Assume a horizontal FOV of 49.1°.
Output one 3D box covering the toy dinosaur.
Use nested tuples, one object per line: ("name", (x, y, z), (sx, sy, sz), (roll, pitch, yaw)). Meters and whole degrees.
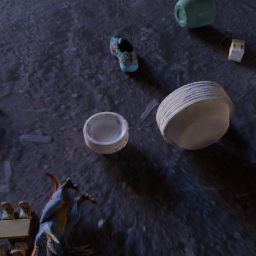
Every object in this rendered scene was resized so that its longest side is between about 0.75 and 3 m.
("toy dinosaur", (-1.906, 2.830, 7.374), (2.984, 1.567, 2.708), (3, 51, 51))

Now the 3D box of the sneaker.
("sneaker", (-0.127, -3.616, 12.466), (0.980, 1.181, 2.471), (-16, 51, -14))

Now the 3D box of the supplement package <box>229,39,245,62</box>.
("supplement package", (5.000, -3.568, 12.855), (0.550, 0.530, 0.967), (13, 51, 11))

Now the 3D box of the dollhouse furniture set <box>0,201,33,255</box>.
("dollhouse furniture set", (-3.381, 2.585, 7.261), (1.552, 1.031, 1.360), (-3, 50, -3))

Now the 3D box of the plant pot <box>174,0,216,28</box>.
("plant pot", (3.244, -5.902, 14.108), (1.467, 1.827, 1.827), (-24, 53, -10))

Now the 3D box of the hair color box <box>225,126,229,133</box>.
("hair color box", (3.161, -0.273, 10.176), (0.535, 0.324, 1.070), (-12, 50, -10))

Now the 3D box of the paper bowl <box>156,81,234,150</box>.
("paper bowl", (2.164, -0.224, 8.779), (2.356, 2.356, 1.225), (-11, 53, -9))

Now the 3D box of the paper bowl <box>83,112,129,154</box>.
("paper bowl", (-0.718, 0.227, 9.442), (1.489, 0.774, 1.489), (-1, 49, 1))
